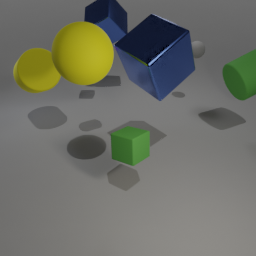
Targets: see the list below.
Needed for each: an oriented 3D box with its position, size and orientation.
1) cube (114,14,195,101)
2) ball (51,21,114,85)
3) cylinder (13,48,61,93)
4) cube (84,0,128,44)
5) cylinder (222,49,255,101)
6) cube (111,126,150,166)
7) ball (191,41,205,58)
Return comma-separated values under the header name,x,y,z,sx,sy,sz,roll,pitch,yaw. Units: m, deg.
name,x,y,z,sx,sy,sz,roll,pitch,yaw
cube,0.750,-1.878,7.480,1.400,1.400,1.400,-42,54,-9
ball,-1.028,-1.688,6.405,1.400,1.400,1.400,0,30,0
cylinder,-3.162,-1.939,9.701,1.400,1.400,1.400,-16,11,-25
cube,-0.966,-4.718,12.407,1.400,1.400,1.400,-16,61,31
cylinder,4.254,-1.868,9.661,1.400,1.400,1.400,-27,34,-2
cube,0.064,0.428,6.960,0.700,0.700,0.700,14,25,36
ball,2.833,-3.235,11.578,0.700,0.700,0.700,0,30,0
